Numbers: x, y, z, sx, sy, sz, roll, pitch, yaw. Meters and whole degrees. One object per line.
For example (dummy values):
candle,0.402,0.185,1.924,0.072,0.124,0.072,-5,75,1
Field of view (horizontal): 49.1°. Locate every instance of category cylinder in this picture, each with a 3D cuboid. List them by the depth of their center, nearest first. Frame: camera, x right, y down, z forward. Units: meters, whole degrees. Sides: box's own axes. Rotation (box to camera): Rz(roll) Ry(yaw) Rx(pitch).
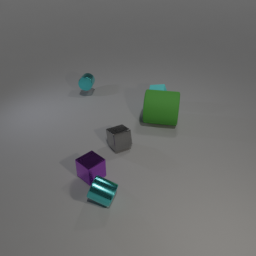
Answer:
cylinder,-0.727,1.801,8.027,0.700,0.700,0.700,24,36,1
cylinder,1.391,-0.854,11.630,1.400,1.400,1.400,6,33,8
cylinder,-2.045,-2.291,13.892,0.700,0.700,0.700,3,29,4

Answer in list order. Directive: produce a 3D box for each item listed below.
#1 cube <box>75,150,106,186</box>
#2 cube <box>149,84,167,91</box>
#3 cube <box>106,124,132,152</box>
cube,-1.190,1.278,9.012,0.700,0.700,0.700,-28,42,-36
cube,1.369,-1.501,12.783,0.700,0.700,0.700,0,59,21
cube,-0.326,0.360,10.309,0.700,0.700,0.700,-17,24,-23
